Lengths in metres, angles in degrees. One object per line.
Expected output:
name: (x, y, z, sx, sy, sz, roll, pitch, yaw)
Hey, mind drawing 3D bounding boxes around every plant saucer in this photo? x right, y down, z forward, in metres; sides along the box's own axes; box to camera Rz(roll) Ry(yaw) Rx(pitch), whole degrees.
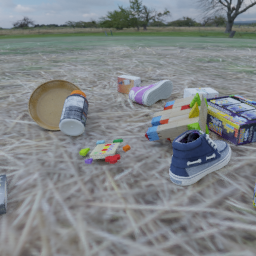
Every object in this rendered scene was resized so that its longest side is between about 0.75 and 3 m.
plant saucer: (-2.704, -0.852, 10.808, 2.176, 0.385, 2.176, 3, 67, -6)

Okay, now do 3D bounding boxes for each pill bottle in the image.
pill bottle: (-1.890, -0.608, 10.068, 0.895, 0.895, 1.684, 0, 47, 1)

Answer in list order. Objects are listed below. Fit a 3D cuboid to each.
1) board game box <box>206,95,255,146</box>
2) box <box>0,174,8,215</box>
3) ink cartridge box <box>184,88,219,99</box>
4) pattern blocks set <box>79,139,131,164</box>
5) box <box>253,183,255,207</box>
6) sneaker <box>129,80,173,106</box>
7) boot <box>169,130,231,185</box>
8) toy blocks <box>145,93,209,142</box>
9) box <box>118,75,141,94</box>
board game box: (4.081, -0.406, 10.523, 2.315, 0.794, 2.800, -10, 25, -18)
box: (-3.319, 1.580, 6.438, 0.979, 0.299, 1.237, -8, 25, -18)
ink cartridge box: (3.166, -1.217, 12.274, 1.229, 0.902, 0.897, -3, 23, -10)
pattern blocks set: (-0.693, 0.691, 8.379, 1.547, 0.143, 1.760, -3, 17, 20)
box: (3.884, 1.540, 6.053, 2.098, 0.675, 0.735, 11, 26, 24)
sneaker: (1.082, -1.875, 13.856, 1.478, 0.940, 2.592, 15, 27, 38)
boot: (2.124, 0.546, 7.731, 0.951, 1.181, 2.613, 18, 29, 38)
toy blocks: (1.664, -0.246, 9.564, 1.852, 1.353, 2.709, -13, 26, 26)
box: (0.045, -2.286, 14.862, 1.119, 0.852, 0.595, 17, 28, 34)
